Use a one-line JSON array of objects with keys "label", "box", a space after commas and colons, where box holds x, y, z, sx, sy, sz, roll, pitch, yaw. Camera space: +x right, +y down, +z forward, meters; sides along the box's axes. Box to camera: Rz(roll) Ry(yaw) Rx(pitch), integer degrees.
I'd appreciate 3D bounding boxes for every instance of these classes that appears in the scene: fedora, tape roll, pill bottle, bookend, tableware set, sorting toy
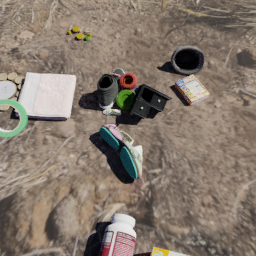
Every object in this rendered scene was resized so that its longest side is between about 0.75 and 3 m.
[{"label": "fedora", "box": [2.850, -3.289, 13.416, 1.555, 1.375, 0.702, 2, 27, 12]}, {"label": "tape roll", "box": [-3.275, -0.267, 7.587, 1.028, 0.247, 1.028, -1, 95, -8]}, {"label": "pill bottle", "box": [-0.313, 3.701, 8.764, 1.022, 1.022, 1.810, 10, 57, 7]}, {"label": "bookend", "box": [0.893, -0.907, 11.830, 1.409, 0.653, 1.418, 26, 84, -13]}, {"label": "tableware set", "box": [-2.594, -5.084, 15.088, 1.345, 0.206, 0.906, 13, 60, 7]}, {"label": "sorting toy", "box": [0.085, -1.586, 12.493, 1.033, 0.706, 1.720, 5, 78, 8]}]

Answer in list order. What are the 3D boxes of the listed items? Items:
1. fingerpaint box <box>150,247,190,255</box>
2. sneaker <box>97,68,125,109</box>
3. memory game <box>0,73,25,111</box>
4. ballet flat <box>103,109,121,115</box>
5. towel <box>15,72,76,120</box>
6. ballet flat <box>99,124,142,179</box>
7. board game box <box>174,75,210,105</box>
[{"label": "fingerpaint box", "box": [1.322, 4.746, 8.257, 1.610, 0.708, 1.930, 10, 57, 6]}, {"label": "sneaker", "box": [-0.678, -2.111, 12.474, 0.868, 1.217, 2.455, 13, 54, 11]}, {"label": "memory game", "box": [-5.721, -1.672, 12.843, 2.301, 0.147, 2.301, 0, 57, 0]}, {"label": "ballet flat", "box": [-0.691, -0.725, 12.147, 0.803, 0.279, 0.279, 6, 57, 4]}, {"label": "towel", "box": [-3.605, -1.487, 12.496, 2.330, 0.393, 2.439, 4, 58, -3]}, {"label": "ballet flat", "box": [-0.068, 0.758, 10.882, 0.953, 0.925, 2.677, -20, 56, -35]}, {"label": "board game box", "box": [2.915, -1.760, 12.797, 1.012, 0.309, 1.335, -23, 59, -14]}]
